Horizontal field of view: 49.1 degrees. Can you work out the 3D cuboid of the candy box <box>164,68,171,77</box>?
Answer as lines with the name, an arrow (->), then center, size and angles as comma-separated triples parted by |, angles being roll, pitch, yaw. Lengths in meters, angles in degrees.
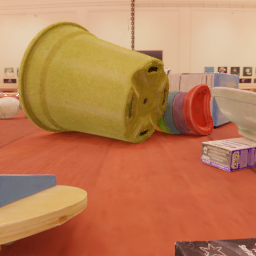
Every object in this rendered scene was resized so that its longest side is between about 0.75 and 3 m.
candy box -> 0.576, -1.383, 10.726 | 2.136, 1.791, 0.764 | 7, 46, 20

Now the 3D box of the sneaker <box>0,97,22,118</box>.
sneaker -> -5.105, -0.637, 10.413 | 2.273, 0.800, 0.911 | -6, 16, 5

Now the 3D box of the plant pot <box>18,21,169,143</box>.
plant pot -> -0.578, -0.913, 6.713 | 2.647, 2.879, 2.879 | 19, 17, 29

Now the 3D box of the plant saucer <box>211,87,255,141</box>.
plant saucer -> 2.796, 0.002, 4.855 | 2.878, 0.722, 2.878 | 15, 8, -2

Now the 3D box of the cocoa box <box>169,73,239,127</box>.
cocoa box -> 2.623, -1.003, 9.438 | 1.615, 1.641, 2.461 | 6, 10, 34

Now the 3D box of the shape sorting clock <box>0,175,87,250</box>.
shape sorting clock -> -1.606, 0.610, 1.952 | 2.622, 0.514, 2.622 | -2, -10, 0

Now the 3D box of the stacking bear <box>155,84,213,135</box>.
stacking bear -> 1.044, -0.407, 7.675 | 2.141, 1.300, 1.218 | -3, 5, 42

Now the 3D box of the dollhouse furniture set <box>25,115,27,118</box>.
dollhouse furniture set -> -2.993, -1.262, 11.702 | 1.940, 1.470, 2.213 | 0, 9, 1

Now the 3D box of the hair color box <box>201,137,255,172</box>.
hair color box -> 1.852, 0.407, 4.663 | 1.142, 0.370, 0.624 | -3, 10, -29

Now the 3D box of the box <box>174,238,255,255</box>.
box -> 0.553, 0.849, 0.538 | 0.660, 0.760, 1.151 | 3, 8, -10
